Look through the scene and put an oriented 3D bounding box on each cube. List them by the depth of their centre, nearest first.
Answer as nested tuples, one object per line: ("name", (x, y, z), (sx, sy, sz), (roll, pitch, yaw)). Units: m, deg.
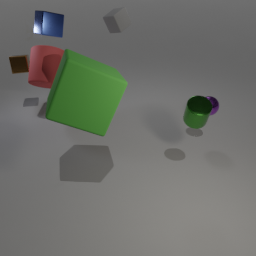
("cube", (-1.032, -0.860, 6.635), (1.400, 1.400, 1.400), (18, 18, -21))
("cube", (-2.520, -3.308, 8.916), (0.700, 0.700, 0.700), (-5, 22, -38))
("cube", (-0.420, -4.239, 11.037), (0.700, 0.700, 0.700), (16, 55, 45))
("cube", (-4.602, -2.742, 11.988), (0.700, 0.700, 0.700), (-8, 19, -9))

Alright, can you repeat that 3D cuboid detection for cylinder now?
("cylinder", (1.976, -0.447, 7.994), (0.700, 0.700, 0.700), (0, 57, 0))
("cylinder", (-3.181, -2.382, 11.141), (1.400, 1.400, 1.400), (4, -3, 0))

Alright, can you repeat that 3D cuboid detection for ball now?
("ball", (2.918, -0.794, 10.073), (0.700, 0.700, 0.700), (0, 29, 0))
